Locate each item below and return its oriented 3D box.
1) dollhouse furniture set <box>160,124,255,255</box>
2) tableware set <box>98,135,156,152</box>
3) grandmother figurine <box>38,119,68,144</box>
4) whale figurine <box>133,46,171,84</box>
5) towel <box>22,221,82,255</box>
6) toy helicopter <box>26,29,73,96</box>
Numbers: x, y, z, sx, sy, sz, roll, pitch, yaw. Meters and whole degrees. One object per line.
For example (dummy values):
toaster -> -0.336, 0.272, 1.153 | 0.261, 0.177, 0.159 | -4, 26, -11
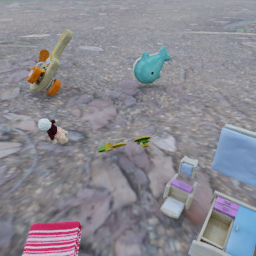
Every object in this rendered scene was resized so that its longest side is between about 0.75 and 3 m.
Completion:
dollhouse furniture set -> 1.540, 0.937, 4.470 | 1.984, 2.102, 1.372 | 21, 35, 22
tableware set -> -0.018, 0.434, 6.958 | 1.377, 0.211, 0.927 | -5, -14, -32
grandmother figurine -> -1.912, 0.082, 7.176 | 0.339, 1.118, 0.678 | -21, 63, 9
whale figurine -> 1.000, -2.423, 10.904 | 1.657, 1.318, 0.859 | -38, 34, -2
towel -> -1.267, 2.081, 4.479 | 0.920, 0.143, 1.272 | -3, 38, 2
toy helicopter -> -2.908, -2.545, 10.669 | 1.072, 2.718, 1.797 | 33, -10, -32
